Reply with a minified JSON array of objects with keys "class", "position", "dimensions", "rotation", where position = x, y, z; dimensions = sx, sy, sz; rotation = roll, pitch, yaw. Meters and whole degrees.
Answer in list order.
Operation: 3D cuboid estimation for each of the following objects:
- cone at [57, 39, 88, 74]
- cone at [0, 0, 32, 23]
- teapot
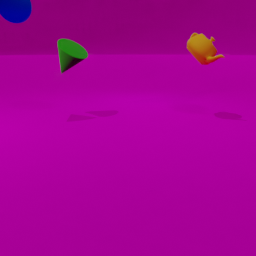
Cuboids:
[{"class":"cone","position":[-2.150,-2.350,9.893],"dimensions":[1.106,1.110,1.106],"rotation":[24,35,-18]},{"class":"cone","position":[-3.625,-3.760,8.651],"dimensions":[1.013,1.013,1.017],"rotation":[-11,22,-32]},{"class":"teapot","position":[2.520,-2.609,9.207],"dimensions":[1.060,0.835,1.705],"rotation":[28,28,-46]}]
